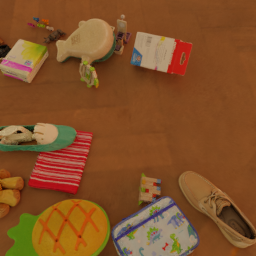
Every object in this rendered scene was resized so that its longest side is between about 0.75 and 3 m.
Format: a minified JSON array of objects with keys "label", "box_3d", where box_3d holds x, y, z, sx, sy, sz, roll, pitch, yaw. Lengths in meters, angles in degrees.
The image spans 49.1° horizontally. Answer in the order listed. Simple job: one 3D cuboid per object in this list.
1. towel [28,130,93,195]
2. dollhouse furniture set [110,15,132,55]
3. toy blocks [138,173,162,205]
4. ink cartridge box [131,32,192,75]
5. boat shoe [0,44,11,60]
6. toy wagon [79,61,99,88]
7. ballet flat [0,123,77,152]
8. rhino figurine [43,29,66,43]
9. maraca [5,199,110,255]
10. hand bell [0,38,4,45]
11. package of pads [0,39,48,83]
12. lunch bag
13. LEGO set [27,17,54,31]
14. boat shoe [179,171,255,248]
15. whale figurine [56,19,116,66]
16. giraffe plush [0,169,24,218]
[{"label":"towel","box_3d":[-2.323,1.057,9.798,1.721,0.268,2.380,10,62,4]},{"label":"dollhouse furniture set","box_3d":[-0.889,-4.273,12.122,1.807,1.282,1.432,18,63,9]},{"label":"toy blocks","box_3d":[0.746,2.049,9.183,0.700,0.512,1.024,11,61,-7]},{"label":"ink cartridge box","box_3d":[1.366,-2.958,11.221,2.244,0.755,1.304,17,106,15]},{"label":"boat shoe","box_3d":[-5.863,-3.198,11.921,1.805,0.599,0.675,-7,61,-4]},{"label":"toy wagon","box_3d":[-1.509,-2.050,11.112,0.240,0.940,1.211,-31,66,-34]},{"label":"ballet flat","box_3d":[-3.290,0.292,9.643,2.923,1.029,0.984,-5,64,3]},{"label":"rhino figurine","box_3d":[-3.345,-4.083,12.552,1.116,0.334,0.488,-38,49,-17]},{"label":"maraca","box_3d":[-1.960,3.009,7.984,2.902,1.553,1.990,-9,43,-8]},{"label":"hand bell","box_3d":[-6.533,-4.381,12.493,2.326,1.211,1.211,30,65,3]},{"label":"package of pads","box_3d":[-4.348,-2.833,11.732,1.352,0.597,1.750,19,62,8]},{"label":"lunch bag","box_3d":[0.748,3.221,8.255,2.269,0.936,1.824,-25,61,-14]},{"label":"LEGO set","box_3d":[-3.948,-4.804,12.942,1.185,0.486,0.452,12,93,1]},{"label":"boat shoe","box_3d":[2.795,2.358,8.700,1.021,0.924,2.865,-38,68,-19]},{"label":"whale figurine","box_3d":[-1.741,-3.454,11.836,2.643,1.371,2.103,-13,76,19]},{"label":"giraffe plush","box_3d":[-4.374,1.815,8.697,1.789,1.451,1.544,8,62,4]}]
